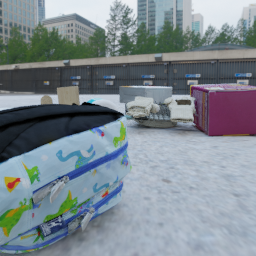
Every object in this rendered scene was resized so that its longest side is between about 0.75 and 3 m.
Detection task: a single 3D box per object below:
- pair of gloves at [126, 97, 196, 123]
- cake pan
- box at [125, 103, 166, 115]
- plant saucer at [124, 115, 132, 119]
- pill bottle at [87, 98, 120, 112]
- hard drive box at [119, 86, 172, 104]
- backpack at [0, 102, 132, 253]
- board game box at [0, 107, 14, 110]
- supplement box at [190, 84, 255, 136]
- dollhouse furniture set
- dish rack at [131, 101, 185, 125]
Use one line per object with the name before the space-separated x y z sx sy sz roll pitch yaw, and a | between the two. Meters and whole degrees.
pair of gloves | 1.159 -0.785 9.869 2.407 0.422 2.047 6 23 15
cake pan | 1.133 -0.512 11.733 2.188 0.401 2.188 5 18 -2
box | 1.664 -0.996 15.224 2.948 0.653 2.362 -5 10 -29
plant saucer | 0.125 -0.533 13.974 0.964 0.132 0.964 0 8 0
pill bottle | -1.058 -0.489 10.125 1.175 1.175 2.120 -2 9 -16
hard drive box | 0.965 -1.756 14.884 1.805 0.889 2.316 10 13 41
backpack | -1.024 0.426 3.256 1.908 1.799 2.339 0 27 43
board game box | -6.598 -0.811 15.023 2.803 0.363 2.804 -7 11 -40
supplement box | 3.492 -0.780 10.248 1.934 1.525 2.955 -1 12 2
dollhouse furniture set | -2.174 -0.551 9.097 1.580 1.354 1.662 -5 4 2
dish rack | 1.204 -0.678 10.924 2.264 0.618 1.737 3 18 -3
